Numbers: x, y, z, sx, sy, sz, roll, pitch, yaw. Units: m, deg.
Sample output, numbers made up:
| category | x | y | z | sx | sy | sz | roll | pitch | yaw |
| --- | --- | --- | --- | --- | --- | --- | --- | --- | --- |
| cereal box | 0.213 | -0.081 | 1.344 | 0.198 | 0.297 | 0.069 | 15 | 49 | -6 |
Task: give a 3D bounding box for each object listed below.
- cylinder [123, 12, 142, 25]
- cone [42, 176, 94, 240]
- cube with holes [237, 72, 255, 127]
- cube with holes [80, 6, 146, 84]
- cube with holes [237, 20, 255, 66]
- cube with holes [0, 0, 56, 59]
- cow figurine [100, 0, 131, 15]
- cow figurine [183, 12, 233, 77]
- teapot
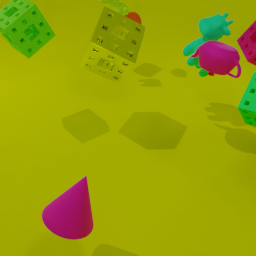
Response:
| category | x | y | z | sx | sy | sz | roll | pitch | yaw |
| --- | --- | --- | --- | --- | --- | --- | --- | --- | --- |
| cylinder | -0.040 | -3.816 | 10.262 | 0.781 | 0.781 | 0.781 | -25 | 48 | -38 |
| cone | -0.876 | 1.207 | 4.805 | 0.938 | 0.942 | 0.938 | 21 | 18 | -7 |
| cube with holes | 2.506 | -0.432 | 4.945 | 0.731 | 0.731 | 0.731 | 22 | 81 | 39 |
| cube with holes | -0.407 | -2.112 | 7.331 | 1.174 | 1.174 | 1.174 | 22 | 67 | -14 |
| cube with holes | 3.802 | -2.287 | 7.589 | 0.991 | 0.991 | 0.991 | 17 | 46 | -23 |
| cube with holes | -2.722 | -2.614 | 7.270 | 0.966 | 0.966 | 0.966 | 35 | 75 | 34 |
| cow figurine | -0.377 | -4.146 | 9.010 | 1.047 | 1.064 | 0.584 | 8 | 22 | -4 |
| cow figurine | 2.384 | -2.366 | 8.001 | 1.606 | 1.632 | 0.896 | -34 | 49 | 28 |
| teapot | 2.202 | -1.728 | 7.081 | 1.019 | 0.802 | 1.639 | -10 | 39 | -35 |
